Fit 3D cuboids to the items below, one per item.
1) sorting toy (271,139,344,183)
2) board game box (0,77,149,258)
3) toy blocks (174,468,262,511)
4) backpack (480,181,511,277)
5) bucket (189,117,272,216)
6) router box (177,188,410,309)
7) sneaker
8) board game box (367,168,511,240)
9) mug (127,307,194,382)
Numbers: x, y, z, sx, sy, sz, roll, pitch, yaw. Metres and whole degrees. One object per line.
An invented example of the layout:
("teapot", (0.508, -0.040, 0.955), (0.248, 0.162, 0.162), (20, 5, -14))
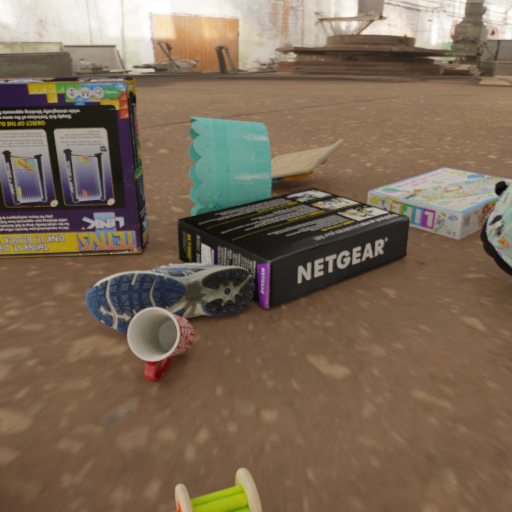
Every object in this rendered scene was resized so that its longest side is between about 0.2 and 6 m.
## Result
("sorting toy", (0.861, -2.077, 12.988), (2.053, 0.374, 1.900), (-10, 20, 33))
("board game box", (-3.525, -1.407, 9.006), (3.328, 2.751, 0.944), (-1, 22, -3))
("toy blocks", (-0.564, 2.011, 3.606), (1.387, 0.504, 1.156), (-8, 24, -19))
("backpack", (3.971, -0.419, 6.926), (1.996, 2.392, 1.514), (27, 72, 14))
("bucket", (-0.535, -1.569, 10.483), (1.367, 2.101, 2.101), (-1, 22, -9))
("router box", (0.601, -0.278, 8.868), (2.998, 0.765, 2.236), (-17, 28, -35))
("sneaker", (-1.133, 0.492, 7.219), (2.105, 0.811, 0.897), (-2, 11, -25))
("board game box", (3.952, -1.158, 11.384), (2.982, 0.510, 2.005), (-20, 30, -39))
("mug", (-1.039, 0.923, 6.060), (0.547, 0.728, 0.821), (36, -2, 11))
